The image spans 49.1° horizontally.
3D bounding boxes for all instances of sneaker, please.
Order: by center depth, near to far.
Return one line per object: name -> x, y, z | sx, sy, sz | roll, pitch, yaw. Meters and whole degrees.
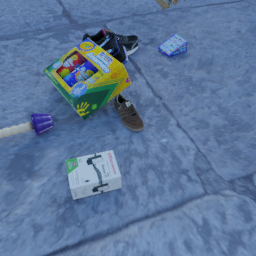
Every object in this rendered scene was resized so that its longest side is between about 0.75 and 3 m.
sneaker -> -0.022, -0.596, 9.949 | 0.622, 0.667, 1.765 | -23, 50, -21
sneaker -> -0.787, -3.960, 12.868 | 2.811, 1.214, 1.129 | -18, 50, -18

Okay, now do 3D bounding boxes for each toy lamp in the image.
toy lamp -> -3.825, 0.071, 9.233 | 2.707, 0.788, 0.788 | -14, 47, -15

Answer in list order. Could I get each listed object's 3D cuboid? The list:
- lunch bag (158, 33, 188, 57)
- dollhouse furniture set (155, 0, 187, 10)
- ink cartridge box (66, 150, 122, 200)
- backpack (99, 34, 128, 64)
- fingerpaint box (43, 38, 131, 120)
lunch bag -> 2.075, -3.836, 13.288 | 1.187, 0.558, 0.893 | -30, 55, -15
dollhouse furniture set -> 1.348, -4.279, 8.689 | 0.965, 0.680, 0.676 | 2, 65, 51
ink cartridge box -> -0.984, 1.326, 8.104 | 1.443, 0.599, 1.057 | -12, 47, -11
backpack -> -0.863, -3.089, 12.149 | 1.469, 0.988, 1.341 | -31, 50, 19
fingerpaint box -> -1.585, -1.942, 10.492 | 2.245, 0.987, 2.691 | -38, 52, -8
